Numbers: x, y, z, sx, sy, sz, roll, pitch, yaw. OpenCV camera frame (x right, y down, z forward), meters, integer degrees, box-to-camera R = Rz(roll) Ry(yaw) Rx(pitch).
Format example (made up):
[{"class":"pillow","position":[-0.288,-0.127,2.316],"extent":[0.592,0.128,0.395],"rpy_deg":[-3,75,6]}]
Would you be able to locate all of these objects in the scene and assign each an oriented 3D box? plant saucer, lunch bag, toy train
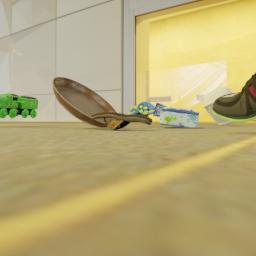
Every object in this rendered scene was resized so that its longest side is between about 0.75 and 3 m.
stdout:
[{"class":"plant saucer","position":[-1.007,-0.559,6.593],"extent":[1.807,0.290,1.807],"rpy_deg":[31,18,-12]},{"class":"lunch bag","position":[1.303,-0.259,7.158],"extent":[0.978,0.501,1.216],"rpy_deg":[8,3,7]},{"class":"lunch bag","position":[1.614,-0.606,11.016],"extent":[1.170,0.550,0.881],"rpy_deg":[15,7,6]},{"class":"toy train","position":[-3.705,-0.684,8.465],"extent":[0.563,0.761,2.697],"rpy_deg":[10,5,20]}]

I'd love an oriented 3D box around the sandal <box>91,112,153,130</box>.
[{"class":"sandal","position":[-0.146,-0.114,5.322],"extent":[1.243,0.339,0.508],"rpy_deg":[7,2,17]}]

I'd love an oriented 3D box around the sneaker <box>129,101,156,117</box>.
[{"class":"sneaker","position":[0.486,-0.521,8.360],"extent":[0.468,0.401,1.130],"rpy_deg":[13,-11,-30]}]

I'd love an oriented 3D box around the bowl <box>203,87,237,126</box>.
[{"class":"bowl","position":[3.108,-0.626,9.206],"extent":[0.494,1.323,1.321],"rpy_deg":[-42,5,-20]}]

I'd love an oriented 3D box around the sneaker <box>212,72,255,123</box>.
[{"class":"sneaker","position":[1.831,-0.558,3.675],"extent":[1.663,0.697,0.638],"rpy_deg":[-20,22,48]}]
